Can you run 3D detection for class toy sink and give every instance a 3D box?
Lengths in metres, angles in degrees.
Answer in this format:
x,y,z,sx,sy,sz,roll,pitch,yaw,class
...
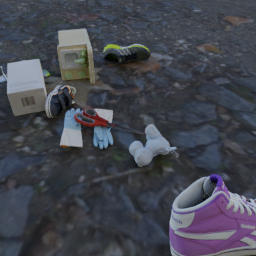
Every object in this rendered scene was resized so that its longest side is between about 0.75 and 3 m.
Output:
x,y,z,sx,sy,sz,roll,pitch,yaw,class
-2.241,-2.987,11.836,1.329,1.547,2.373,-8,41,-10,toy sink

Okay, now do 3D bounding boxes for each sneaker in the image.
x,y,z,sx,sy,sz,roll,pitch,yaw,class
-0.110,-3.283,12.891,2.285,0.844,0.925,2,45,14,sneaker
-2.385,-1.035,10.086,0.722,0.713,1.819,-1,37,8,sneaker
2.286,1.685,5.778,2.965,1.690,1.074,-11,21,-15,sneaker

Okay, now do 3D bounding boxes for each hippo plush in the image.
x,y,z,sx,sy,sz,roll,pitch,yaw,class
0.648,0.679,8.025,1.051,1.042,1.308,-38,56,-5,hippo plush

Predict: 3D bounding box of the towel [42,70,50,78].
x,y,z,sx,sy,sz,roll,pitch,yaw,class
-3.857,-2.295,12.122,0.873,0.099,0.627,-19,42,-22,towel

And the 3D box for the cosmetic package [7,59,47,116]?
x,y,z,sx,sy,sz,roll,pitch,yaw,class
-3.787,-1.611,10.556,1.277,1.007,2.373,-12,40,-12,cosmetic package

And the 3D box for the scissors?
x,y,z,sx,sy,sz,roll,pitch,yaw,class
-0.660,-0.065,9.135,2.275,0.158,0.832,25,40,12,scissors

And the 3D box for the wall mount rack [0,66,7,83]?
x,y,z,sx,sy,sz,roll,pitch,yaw,class
-5.422,-2.035,11.467,1.415,0.527,1.229,-23,45,-24,wall mount rack

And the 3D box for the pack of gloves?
x,y,z,sx,sy,sz,roll,pitch,yaw,class
-1.299,0.063,9.171,1.593,0.374,1.897,6,42,-9,pack of gloves
